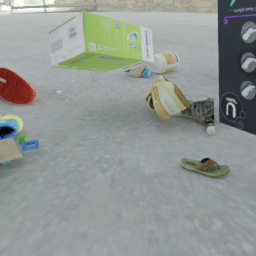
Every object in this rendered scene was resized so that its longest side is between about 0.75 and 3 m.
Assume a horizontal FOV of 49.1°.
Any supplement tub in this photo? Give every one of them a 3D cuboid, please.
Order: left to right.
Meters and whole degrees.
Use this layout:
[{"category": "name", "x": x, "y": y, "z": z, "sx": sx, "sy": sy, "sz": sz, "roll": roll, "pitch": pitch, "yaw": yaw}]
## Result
[{"category": "supplement tub", "x": 1.724, "y": -3.157, "z": 13.424, "sx": 1.273, "sy": 0.921, "sz": 0.921, "roll": -21, "pitch": 34, "yaw": -35}]

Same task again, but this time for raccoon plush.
[{"category": "raccoon plush", "x": 2.035, "y": -0.428, "z": 8.389, "sx": 1.065, "sy": 0.769, "sz": 1.589, "roll": -1, "pitch": 26, "yaw": 16}]

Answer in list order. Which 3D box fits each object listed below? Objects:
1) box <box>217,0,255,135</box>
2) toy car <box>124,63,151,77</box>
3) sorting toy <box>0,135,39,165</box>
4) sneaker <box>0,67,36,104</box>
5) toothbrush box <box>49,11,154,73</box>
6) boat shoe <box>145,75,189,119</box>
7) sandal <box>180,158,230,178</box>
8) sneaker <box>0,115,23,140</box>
[{"category": "box", "x": 2.484, "y": -1.444, "z": 4.069, "sx": 1.802, "sy": 2.947, "sz": 1.563, "roll": -17, "pitch": 23, "yaw": -22}, {"category": "toy car", "x": 0.579, "y": -2.983, "z": 13.058, "sx": 1.167, "sy": 1.120, "sz": 1.267, "roll": 15, "pitch": 18, "yaw": 13}, {"category": "sorting toy", "x": -3.224, "y": 0.672, "z": 6.667, "sx": 2.184, "sy": 0.298, "sz": 1.230, "roll": -16, "pitch": 27, "yaw": -29}, {"category": "sneaker", "x": -4.368, "y": -1.787, "z": 10.578, "sx": 2.870, "sy": 1.124, "sz": 1.658, "roll": 28, "pitch": 15, "yaw": 11}, {"category": "toothbrush box", "x": -0.738, "y": -2.312, "z": 8.073, "sx": 2.462, "sy": 1.060, "sz": 1.792, "roll": -3, "pitch": -1, "yaw": -42}, {"category": "boat shoe", "x": 1.050, "y": -0.975, "z": 8.948, "sx": 0.979, "sy": 1.092, "sz": 2.950, "roll": -36, "pitch": 10, "yaw": 6}, {"category": "sandal", "x": 1.716, "y": 0.832, "z": 6.300, "sx": 1.103, "sy": 0.315, "sz": 0.438, "roll": 10, "pitch": 29, "yaw": 19}, {"category": "sneaker", "x": -3.756, "y": -0.016, "z": 7.451, "sx": 1.778, "sy": 0.673, "sz": 0.934, "roll": -7, "pitch": 19, "yaw": -17}]
